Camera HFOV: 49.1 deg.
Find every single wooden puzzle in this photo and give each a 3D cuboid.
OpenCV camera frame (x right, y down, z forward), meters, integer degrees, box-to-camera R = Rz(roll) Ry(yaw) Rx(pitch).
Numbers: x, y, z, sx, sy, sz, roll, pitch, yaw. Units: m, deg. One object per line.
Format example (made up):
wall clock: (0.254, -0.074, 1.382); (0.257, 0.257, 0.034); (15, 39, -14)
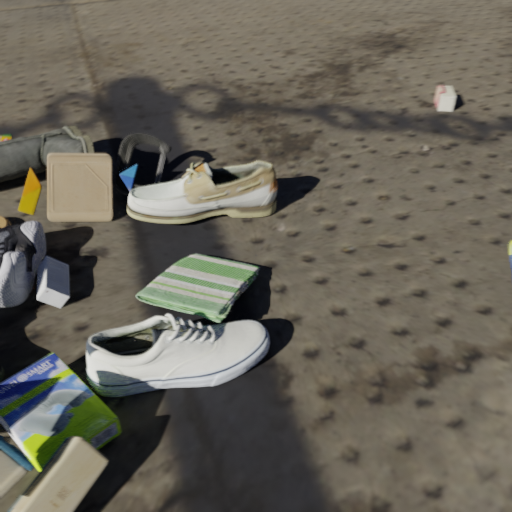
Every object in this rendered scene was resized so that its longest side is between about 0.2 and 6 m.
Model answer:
wooden puzzle: (-3.528, -1.356, 11.173); (2.173, 1.466, 0.254); (6, 0, -8)

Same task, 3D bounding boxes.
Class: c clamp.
c clamp: (-2.260, -1.814, 11.942); (1.510, 0.239, 1.768); (4, 69, -4)

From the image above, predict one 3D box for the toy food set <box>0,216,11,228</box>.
toy food set: (-5.209, -0.467, 10.817); (0.969, 0.238, 0.978); (-23, 44, -27)

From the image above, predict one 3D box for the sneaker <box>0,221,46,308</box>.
sneaker: (-4.471, 0.154, 9.592); (1.261, 0.836, 2.215); (-2, 32, -2)

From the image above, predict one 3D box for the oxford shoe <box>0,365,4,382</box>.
oxford shoe: (-4.765, 1.276, 7.911); (2.641, 1.115, 0.960); (16, 39, 17)

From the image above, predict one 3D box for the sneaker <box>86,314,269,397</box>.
sneaker: (-1.077, 1.309, 7.974); (2.669, 0.945, 0.975); (-12, 40, -15)

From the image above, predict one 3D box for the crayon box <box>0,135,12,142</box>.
crayon box: (-6.407, -2.625, 13.558); (1.001, 0.254, 0.636); (-16, 41, -18)

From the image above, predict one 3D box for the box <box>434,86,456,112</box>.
box: (5.263, -4.386, 15.622); (0.402, 0.472, 0.739); (4, 38, 5)

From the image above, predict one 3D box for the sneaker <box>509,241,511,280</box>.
sneaker: (4.189, 0.422, 8.145); (0.810, 0.728, 1.969); (-11, 40, 29)

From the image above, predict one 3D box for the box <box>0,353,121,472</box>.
box: (-2.772, 2.047, 7.472); (1.784, 0.425, 1.088); (31, 47, 32)

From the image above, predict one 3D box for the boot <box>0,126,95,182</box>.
boot: (-5.187, -1.913, 11.914); (3.232, 1.173, 2.938); (-13, 25, -26)

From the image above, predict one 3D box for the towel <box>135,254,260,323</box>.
towel: (-0.871, 0.463, 9.241); (1.444, 0.221, 1.893); (13, 25, 15)

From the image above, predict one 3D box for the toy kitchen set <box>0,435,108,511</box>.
toy kitchen set: (-3.065, 2.271, 6.587); (1.554, 1.940, 1.143); (-18, 28, 49)

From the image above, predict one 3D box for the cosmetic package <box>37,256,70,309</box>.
cosmetic package: (-3.422, 0.437, 9.451); (0.443, 0.311, 0.873); (29, 23, -34)

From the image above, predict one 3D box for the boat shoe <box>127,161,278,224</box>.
boat shoe: (-1.068, -1.356, 11.181); (3.028, 1.036, 1.132); (-6, 36, -13)
